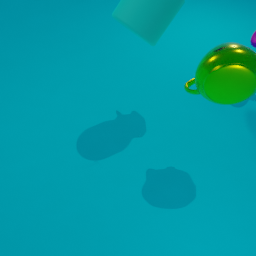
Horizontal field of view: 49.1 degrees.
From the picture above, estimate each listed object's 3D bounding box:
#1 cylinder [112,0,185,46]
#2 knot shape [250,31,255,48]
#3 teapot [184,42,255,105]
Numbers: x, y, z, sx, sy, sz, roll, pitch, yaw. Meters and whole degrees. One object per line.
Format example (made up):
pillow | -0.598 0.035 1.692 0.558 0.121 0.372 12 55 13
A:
cylinder | 0.434 -2.589 6.078 1.160 1.160 1.160 45 107 31
knot shape | 4.148 -2.919 7.937 1.422 0.657 1.331 -15 75 9
teapot | 1.981 -1.124 5.380 2.003 1.245 0.981 -23 37 32
